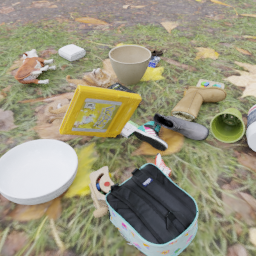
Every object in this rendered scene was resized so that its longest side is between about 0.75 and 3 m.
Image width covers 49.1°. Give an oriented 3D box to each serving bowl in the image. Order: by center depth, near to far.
[{"bbox_3d":[-2.892,1.491,9.092,2.597,0.854,2.597,0,38,0],"label":"serving bowl"}]

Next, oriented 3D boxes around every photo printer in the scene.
[{"bbox_3d":[-3.345,-4.456,16.479,1.341,0.466,1.116,30,50,32],"label":"photo printer"}]

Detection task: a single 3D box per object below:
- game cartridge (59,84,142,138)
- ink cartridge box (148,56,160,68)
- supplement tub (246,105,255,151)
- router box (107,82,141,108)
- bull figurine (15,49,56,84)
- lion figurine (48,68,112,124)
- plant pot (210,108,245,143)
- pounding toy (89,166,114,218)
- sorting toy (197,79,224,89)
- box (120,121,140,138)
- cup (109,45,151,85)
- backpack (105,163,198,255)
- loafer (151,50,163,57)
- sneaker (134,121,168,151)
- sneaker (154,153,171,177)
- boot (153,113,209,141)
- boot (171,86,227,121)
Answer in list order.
[{"bbox_3d":[-0.981,-0.481,9.965,2.410,2.125,0.391,5,44,-32],"label":"game cartridge"},{"bbox_3d":[1.425,-3.753,15.865,0.515,0.203,1.035,15,43,16],"label":"ink cartridge box"},{"bbox_3d":[5.171,-0.023,10.611,1.249,1.249,1.780,14,42,16],"label":"supplement tub"},{"bbox_3d":[-0.669,-1.119,12.383,2.056,0.639,1.541,-33,50,-32],"label":"router box"},{"bbox_3d":[-4.811,-3.160,14.554,1.807,0.969,2.976,0,40,0],"label":"bull figurine"},{"bbox_3d":[-1.928,-1.223,11.560,1.791,1.059,2.924,19,74,10],"label":"lion figurine"},{"bbox_3d":[4.009,-0.231,11.071,1.267,1.267,1.203,19,31,21],"label":"plant pot"},{"bbox_3d":[-0.635,1.846,8.575,1.014,1.018,1.774,-10,41,-6],"label":"pounding toy"},{"bbox_3d":[3.977,-1.932,13.656,1.279,0.252,1.381,15,43,17],"label":"sorting toy"},{"bbox_3d":[0.040,0.050,11.394,0.589,0.148,0.816,30,50,30],"label":"box"},{"bbox_3d":[0.097,-3.045,14.029,2.052,1.467,2.052,0,39,0],"label":"cup"},{"bbox_3d":[0.717,2.329,7.449,1.966,1.714,2.236,-30,38,-28],"label":"backpack"},{"bbox_3d":[1.668,-4.411,16.516,0.991,0.354,0.362,-24,46,-26],"label":"loafer"},{"bbox_3d":[1.076,0.241,10.825,1.531,0.640,0.924,29,58,32],"label":"sneaker"},{"bbox_3d":[1.198,1.364,9.667,0.592,0.369,1.104,8,44,8],"label":"sneaker"},{"bbox_3d":[1.978,-0.015,10.641,1.960,0.684,1.290,18,7,34],"label":"boot"},{"bbox_3d":[3.148,-1.024,12.274,1.917,0.724,2.189,7,38,28],"label":"boot"}]
